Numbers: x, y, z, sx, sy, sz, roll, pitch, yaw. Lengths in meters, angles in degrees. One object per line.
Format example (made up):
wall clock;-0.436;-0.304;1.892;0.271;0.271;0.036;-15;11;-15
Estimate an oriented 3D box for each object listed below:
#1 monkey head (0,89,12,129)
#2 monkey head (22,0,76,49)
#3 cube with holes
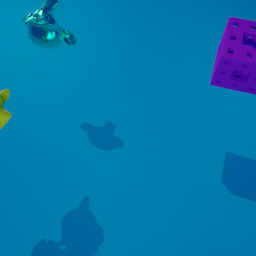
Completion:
monkey head;-2.563;-0.141;4.393;1.068;1.275;1.773;41;31;25
monkey head;-1.684;-2.172;5.935;1.325;0.799;0.953;17;69;22
cube with holes;2.123;-1.301;5.143;0.895;0.895;0.895;14;68;9
